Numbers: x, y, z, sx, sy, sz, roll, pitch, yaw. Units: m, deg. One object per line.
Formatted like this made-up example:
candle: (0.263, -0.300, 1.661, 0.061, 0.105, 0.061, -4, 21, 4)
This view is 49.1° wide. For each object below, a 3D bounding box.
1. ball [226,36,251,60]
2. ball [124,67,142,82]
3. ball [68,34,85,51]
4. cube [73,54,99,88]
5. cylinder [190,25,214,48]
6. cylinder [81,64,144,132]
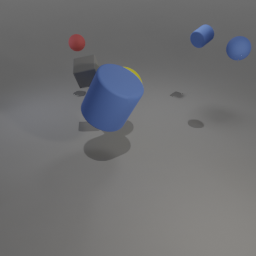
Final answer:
ball: (3.305, -2.379, 8.373, 0.700, 0.700, 0.700, 0, 30, 0)
ball: (-0.197, -1.379, 9.570, 1.400, 1.400, 1.400, 0, 30, 0)
ball: (-2.159, -3.601, 11.835, 0.700, 0.700, 0.700, 0, 30, 0)
cube: (-1.301, -1.801, 8.942, 0.700, 0.700, 0.700, -10, 53, 6)
cylinder: (2.991, -3.697, 11.294, 0.700, 0.700, 0.700, 26, 55, 38)
cylinder: (-0.467, -0.849, 7.984, 1.400, 1.400, 1.400, 19, 42, -17)
